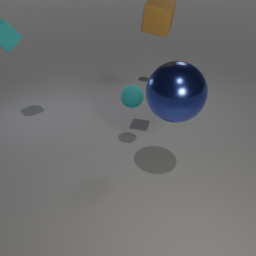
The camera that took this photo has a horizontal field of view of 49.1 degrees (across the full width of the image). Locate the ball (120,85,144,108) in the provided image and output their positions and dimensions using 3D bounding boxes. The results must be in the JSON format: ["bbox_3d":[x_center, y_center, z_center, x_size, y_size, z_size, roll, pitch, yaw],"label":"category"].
[{"bbox_3d":[0.120,-0.949,8.459,0.700,0.700,0.700,0,29,0],"label":"ball"}]

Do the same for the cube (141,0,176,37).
[{"bbox_3d":[0.783,-2.864,7.157,0.700,0.700,0.700,15,47,6],"label":"cube"}]

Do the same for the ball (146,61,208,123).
[{"bbox_3d":[1.105,-0.820,6.423,1.400,1.400,1.400,0,29,0],"label":"ball"}]

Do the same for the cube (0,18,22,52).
[{"bbox_3d":[-4.008,-3.015,9.070,0.700,0.700,0.700,-50,47,-3],"label":"cube"}]
